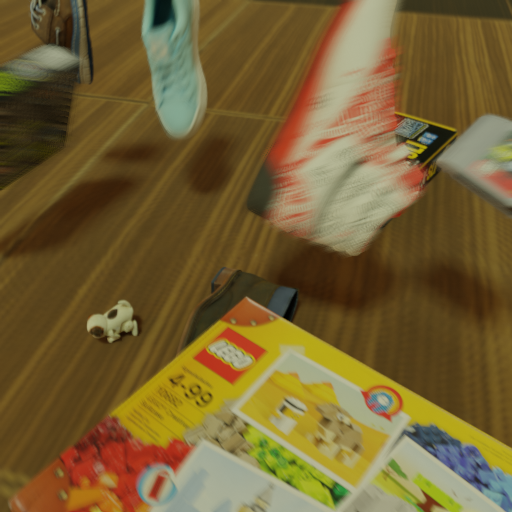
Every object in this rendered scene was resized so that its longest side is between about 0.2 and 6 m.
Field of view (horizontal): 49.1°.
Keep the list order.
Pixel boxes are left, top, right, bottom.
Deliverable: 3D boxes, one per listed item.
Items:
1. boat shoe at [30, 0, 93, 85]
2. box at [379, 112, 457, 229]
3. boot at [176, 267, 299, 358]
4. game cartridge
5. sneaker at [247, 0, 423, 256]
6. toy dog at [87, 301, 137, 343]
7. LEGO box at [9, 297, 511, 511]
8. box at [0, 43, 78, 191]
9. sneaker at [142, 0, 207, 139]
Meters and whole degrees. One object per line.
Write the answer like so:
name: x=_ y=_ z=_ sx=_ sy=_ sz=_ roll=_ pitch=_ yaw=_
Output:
boat shoe: x=-2.861 y=-3.410 z=8.165 sx=0.784 sy=2.165 sz=0.782 roll=-2 pitch=54 yaw=-12
box: x=1.974 y=-1.785 z=10.118 sx=2.263 sy=0.699 sz=2.834 roll=28 pitch=48 yaw=27
boot: x=-0.197 y=0.931 z=6.792 sx=1.075 sy=0.829 sz=2.219 roll=8 pitch=39 yaw=13
game cartridge: x=2.545 y=-0.842 z=5.495 sx=0.842 sy=0.259 sz=1.265 roll=-42 pitch=66 yaw=-14
sneaker: x=1.209 y=-1.451 z=6.006 sx=1.577 sy=2.942 sz=0.982 roll=27 pitch=12 yaw=2
toy dog: x=-1.843 y=0.859 z=7.104 sx=0.581 sy=0.564 sz=0.406 roll=-17 pitch=55 yaw=-28
LEGO box: x=0.516 y=2.422 z=4.492 sx=3.840 sy=1.482 sz=2.859 roll=27 pitch=47 yaw=28
box: x=-3.370 y=-1.699 z=7.545 sx=0.474 sy=1.715 sz=2.140 roll=36 pitch=48 yaw=2
sneaker: x=-1.314 y=-2.898 z=8.164 sx=0.856 sy=2.317 sz=0.949 roll=-3 pitch=6 yaw=22
